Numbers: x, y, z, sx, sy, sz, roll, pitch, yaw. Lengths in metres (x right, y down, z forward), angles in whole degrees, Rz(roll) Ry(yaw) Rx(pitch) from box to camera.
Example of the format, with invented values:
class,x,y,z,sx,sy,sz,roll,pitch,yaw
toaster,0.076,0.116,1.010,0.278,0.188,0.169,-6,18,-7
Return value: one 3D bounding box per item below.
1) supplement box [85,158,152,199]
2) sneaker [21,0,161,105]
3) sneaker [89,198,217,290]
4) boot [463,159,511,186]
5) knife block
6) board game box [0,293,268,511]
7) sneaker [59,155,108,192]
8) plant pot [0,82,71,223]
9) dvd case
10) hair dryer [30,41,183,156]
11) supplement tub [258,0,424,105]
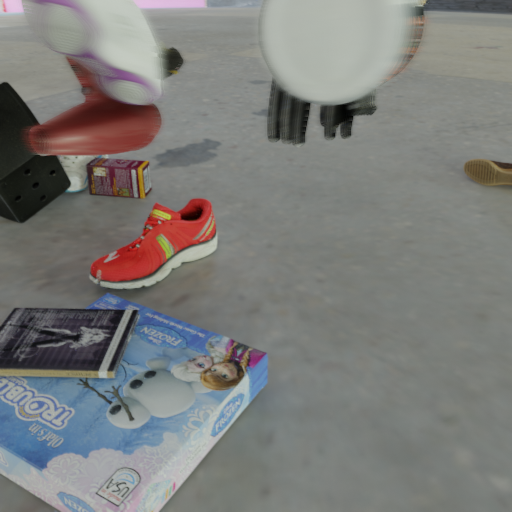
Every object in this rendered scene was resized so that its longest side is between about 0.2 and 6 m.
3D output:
class,x,y,z,sx,sy,sz,roll,pitch,yaw
supplement box,-2.788,-1.591,11.407,1.189,0.656,0.509,5,29,9
sneaker,-1.710,-2.487,5.953,0.758,2.025,1.009,-6,69,20
sneaker,-1.598,-0.288,8.717,0.937,1.033,2.434,21,36,33
boot,5.364,-1.801,12.117,1.457,0.527,1.212,22,25,35
knife block,0.987,-4.283,10.369,3.634,4.140,1.325,-36,-4,29
board game box,-1.531,1.496,6.065,2.466,0.535,2.454,16,34,26
sneaker,-3.849,-1.988,11.899,0.831,0.878,2.173,5,31,6
plant pot,-4.505,-1.687,10.268,1.602,1.806,1.802,39,68,20
dvd case,-2.215,0.958,6.346,1.553,0.124,1.155,0,28,3
hair dryer,-2.489,-2.547,8.367,2.390,0.852,3.138,28,51,-24
supplement tub,1.247,-3.003,7.343,1.715,1.715,2.800,11,26,18
